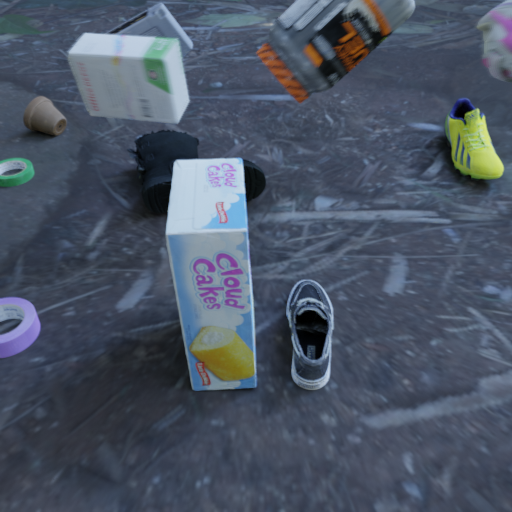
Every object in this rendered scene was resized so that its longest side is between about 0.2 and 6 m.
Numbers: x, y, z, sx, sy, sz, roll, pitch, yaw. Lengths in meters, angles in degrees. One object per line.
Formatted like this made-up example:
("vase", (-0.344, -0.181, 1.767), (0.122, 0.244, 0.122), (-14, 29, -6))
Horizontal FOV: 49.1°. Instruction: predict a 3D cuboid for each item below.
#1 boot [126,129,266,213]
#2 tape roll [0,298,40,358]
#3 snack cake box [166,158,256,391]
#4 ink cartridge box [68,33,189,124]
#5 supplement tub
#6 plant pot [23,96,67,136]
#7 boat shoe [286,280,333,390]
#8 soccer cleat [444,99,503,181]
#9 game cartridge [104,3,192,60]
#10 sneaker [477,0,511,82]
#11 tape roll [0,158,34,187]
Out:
("boot", (-1.275, -1.845, 11.464), (2.593, 0.960, 2.125), (-10, 39, -8))
("tape roll", (-3.764, 1.061, 8.361), (0.966, 0.317, 0.966), (0, 38, 0))
("snack cake box", (-0.516, 0.295, 7.362), (0.919, 2.736, 1.574), (-3, 40, 0))
("ink cartridge box", (-1.645, -2.328, 7.364), (1.322, 0.960, 0.578), (6, 50, 11))
("supplement tub", (1.223, -3.670, 9.038), (2.324, 1.424, 1.424), (-40, 39, 16))
("plant pot", (-4.962, -3.236, 13.323), (0.744, 0.853, 0.853), (32, 46, 8))
("boat shoe", (0.787, 0.949, 8.202), (0.723, 0.684, 2.017), (4, 39, 5))
("soccer cleat", (4.690, -2.561, 12.173), (0.836, 1.082, 2.586), (0, 39, 0))
("game cartridge", (-1.713, -3.152, 8.516), (1.377, 0.918, 0.279), (-17, 52, 22))
("sneaker", (2.740, -1.984, 5.669), (0.743, 0.685, 1.685), (-24, 49, 30))
("tape roll", (-5.197, -1.781, 11.918), (0.866, 0.208, 0.866), (-1, 39, 0))
